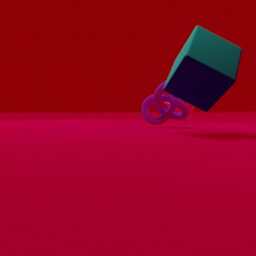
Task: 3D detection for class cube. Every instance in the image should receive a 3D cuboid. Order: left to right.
[{"bbox_3d":[1.649,-1.292,6.234,1.146,1.146,1.146,27,-35,-2],"label":"cube"}]

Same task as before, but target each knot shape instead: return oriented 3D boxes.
[{"bbox_3d":[1.201,-0.828,8.882,1.512,1.415,0.699,2,29,1],"label":"knot shape"}]

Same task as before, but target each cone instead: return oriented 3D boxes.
[{"bbox_3d":[2.012,-0.921,11.554,1.176,1.172,1.172,17,11,26],"label":"cone"}]
